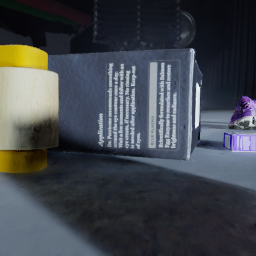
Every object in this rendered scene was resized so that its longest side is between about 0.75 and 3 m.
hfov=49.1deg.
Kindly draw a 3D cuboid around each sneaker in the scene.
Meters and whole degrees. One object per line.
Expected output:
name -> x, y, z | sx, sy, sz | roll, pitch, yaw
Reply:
sneaker -> 4.016, -0.529, 9.702 | 1.121, 1.160, 2.779 | 1, 5, 16

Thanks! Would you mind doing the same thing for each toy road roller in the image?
toy road roller -> -1.962, -0.265, 4.274 | 2.469, 1.517, 1.803 | 1, 2, 17

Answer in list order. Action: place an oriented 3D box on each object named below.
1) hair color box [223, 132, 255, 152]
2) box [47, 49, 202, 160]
hair color box -> 2.396, 0.252, 5.221 | 1.061, 0.344, 0.580 | 2, 4, 4
box -> -0.032, -0.428, 5.434 | 2.755, 1.618, 2.710 | 2, 4, 17
